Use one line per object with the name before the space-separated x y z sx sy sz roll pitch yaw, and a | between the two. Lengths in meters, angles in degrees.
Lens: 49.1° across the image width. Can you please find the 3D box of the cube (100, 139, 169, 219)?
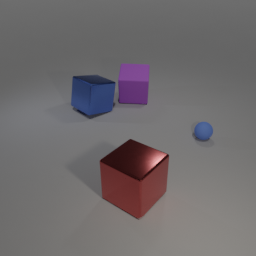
cube | 0.191 1.386 7.967 1.400 1.400 1.400 21 37 32

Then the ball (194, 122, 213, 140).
ball | 2.912 0.106 10.786 0.700 0.700 0.700 0 31 0

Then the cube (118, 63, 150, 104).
cube | 0.302 -2.153 13.629 1.400 1.400 1.400 3 46 3

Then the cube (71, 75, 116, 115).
cube | -1.590 -1.539 12.695 1.400 1.400 1.400 -14 32 -43
